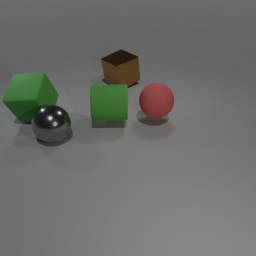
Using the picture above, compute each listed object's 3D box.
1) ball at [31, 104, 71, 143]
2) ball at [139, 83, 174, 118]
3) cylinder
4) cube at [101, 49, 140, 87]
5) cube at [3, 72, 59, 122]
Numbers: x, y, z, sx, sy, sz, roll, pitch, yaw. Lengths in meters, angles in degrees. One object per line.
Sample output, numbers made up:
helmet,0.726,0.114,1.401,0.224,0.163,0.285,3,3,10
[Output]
ball,-2.775,-0.154,10.195,1.400,1.400,1.400,0,32,0
ball,1.137,-1.091,11.140,1.400,1.400,1.400,0,32,0
cylinder,-0.723,-0.995,11.018,1.400,1.400,1.400,0,32,-2
cube,-0.365,-3.064,14.652,1.400,1.400,1.400,-33,46,-27
cube,-3.806,-1.197,11.156,1.400,1.400,1.400,-1,57,12
